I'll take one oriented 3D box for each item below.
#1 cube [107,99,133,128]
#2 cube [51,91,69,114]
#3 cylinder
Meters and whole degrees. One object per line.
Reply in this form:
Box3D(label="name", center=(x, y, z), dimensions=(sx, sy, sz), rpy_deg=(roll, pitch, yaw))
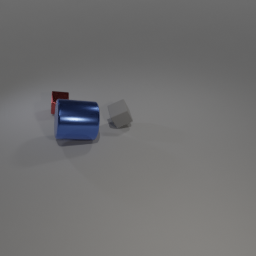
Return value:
Box3D(label="cube", center=(-0.303, -0.554, 10.891), dimensions=(0.700, 0.700, 0.700), rpy_deg=(-23, 48, 7))
Box3D(label="cube", center=(-2.871, -1.052, 11.808), dimensions=(0.700, 0.700, 0.700), rpy_deg=(3, 52, -15))
Box3D(label="cylinder", center=(-1.842, -0.287, 9.949), dimensions=(1.400, 1.400, 1.400), rpy_deg=(2, 30, -20))
